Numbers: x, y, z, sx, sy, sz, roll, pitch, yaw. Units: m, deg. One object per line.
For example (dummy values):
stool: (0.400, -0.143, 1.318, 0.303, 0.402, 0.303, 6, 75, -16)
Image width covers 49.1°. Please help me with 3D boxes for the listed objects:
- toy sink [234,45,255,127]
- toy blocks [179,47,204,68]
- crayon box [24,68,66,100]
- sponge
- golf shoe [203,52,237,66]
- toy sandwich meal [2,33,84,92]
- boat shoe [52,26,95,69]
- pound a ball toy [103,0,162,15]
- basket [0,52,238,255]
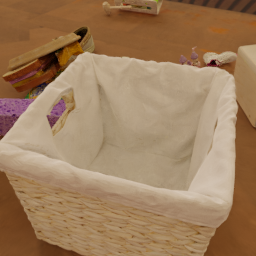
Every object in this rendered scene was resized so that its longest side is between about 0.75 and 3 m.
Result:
toy sink: (4.426, -1.177, 7.251, 2.784, 1.560, 1.815, -6, 40, 1)
toy blocks: (1.564, -1.704, 8.092, 1.110, 1.000, 1.188, -31, 45, 0)
crayon box: (-1.835, -1.040, 7.643, 1.398, 0.574, 2.224, -4, 38, 18)
sponge: (-2.456, -0.178, 6.154, 2.835, 1.581, 0.423, 2, 73, 2)
golf shoe: (3.142, -2.282, 9.481, 1.151, 0.434, 0.527, -2, 52, 7)
toy sandwich meal: (-2.254, -1.871, 7.832, 2.435, 0.834, 2.435, -21, 21, 8)
boat shoe: (-2.150, -2.635, 9.421, 1.039, 0.932, 2.808, 17, 44, 19)
pound a ball toy: (0.235, -5.798, 13.204, 2.451, 1.041, 1.598, 13, 68, 15)
basket: (0.090, 0.500, 4.746, 2.932, 2.358, 2.906, 10, 42, 13)
